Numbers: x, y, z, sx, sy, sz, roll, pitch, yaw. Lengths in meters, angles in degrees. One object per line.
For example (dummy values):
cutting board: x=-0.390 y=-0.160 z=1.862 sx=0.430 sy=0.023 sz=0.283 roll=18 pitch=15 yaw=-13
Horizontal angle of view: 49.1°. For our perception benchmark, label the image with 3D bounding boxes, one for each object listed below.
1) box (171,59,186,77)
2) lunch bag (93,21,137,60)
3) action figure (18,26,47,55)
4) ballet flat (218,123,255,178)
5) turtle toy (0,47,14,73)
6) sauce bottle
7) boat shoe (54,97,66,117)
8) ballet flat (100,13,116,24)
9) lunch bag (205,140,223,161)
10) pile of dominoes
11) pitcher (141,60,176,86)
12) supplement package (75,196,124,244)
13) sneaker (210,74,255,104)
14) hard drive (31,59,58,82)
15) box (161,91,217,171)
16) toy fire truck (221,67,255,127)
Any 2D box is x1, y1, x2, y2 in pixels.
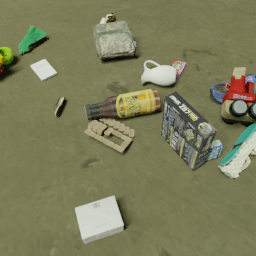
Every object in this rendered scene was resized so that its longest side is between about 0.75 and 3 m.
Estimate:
box: x=2.281 y=-2.791 z=12.983 sx=0.586 sy=0.168 sz=0.857 roll=22 pitch=58 yaw=14
lunch bag: x=-0.632 y=-4.009 z=13.210 sx=1.867 sy=1.301 sz=1.566 roll=-9 pitch=68 yaw=-7
action figure: x=-4.858 y=-4.232 z=13.819 sx=0.987 sy=0.457 sz=1.671 roll=23 pitch=65 yaw=14
ballet flat: x=4.217 y=0.857 z=10.194 sx=0.904 sy=0.904 sz=2.519 roll=37 pitch=66 yaw=23
turtle toy: x=-6.163 y=-2.979 z=12.496 sx=1.676 sy=1.162 sz=2.300 roll=36 pitch=62 yaw=18
sauce bottle: x=-0.208 y=-0.858 z=11.163 sx=2.984 sy=0.985 sz=0.985 roll=-13 pitch=56 yaw=-8
boat shoe: x=-2.871 y=-0.873 z=11.565 sx=0.333 sy=0.362 sz=1.013 roll=5 pitch=54 yaw=16
ballet flat: x=-1.127 y=-5.673 z=14.794 sx=0.463 sy=0.493 sz=1.364 roll=32 pitch=61 yaw=20
lunch bag: x=3.012 y=0.816 z=10.038 sx=0.698 sy=0.868 sz=0.358 roll=-16 pitch=55 yaw=-7
pile of dominoes: x=-0.669 y=0.213 z=10.822 sx=1.795 sy=0.286 sz=1.399 roll=28 pitch=42 yaw=15
pitcher: x=1.370 y=-2.449 z=12.306 sx=1.449 sy=0.879 sz=1.243 roll=2 pitch=69 yaw=10
supplement package: x=-0.883 y=2.851 z=8.724 sx=1.275 sy=0.707 sz=0.993 roll=-15 pitch=57 yaw=-11
sneaker: x=4.827 y=-1.752 z=11.675 sx=2.883 sy=1.131 sz=1.086 roll=-8 pitch=55 yaw=-6
hard drive: x=-3.875 y=-2.671 z=12.912 sx=0.768 sy=0.148 sz=1.165 roll=-32 pitch=61 yaw=-20
box: x=1.937 y=0.181 z=9.553 sx=0.588 sy=2.394 sz=1.930 roll=-30 pitch=60 yaw=-15
toy fire truck: x=5.013 y=-1.452 z=11.101 sx=2.425 sy=1.772 sz=2.755 roll=7 pitch=76 yaw=6
